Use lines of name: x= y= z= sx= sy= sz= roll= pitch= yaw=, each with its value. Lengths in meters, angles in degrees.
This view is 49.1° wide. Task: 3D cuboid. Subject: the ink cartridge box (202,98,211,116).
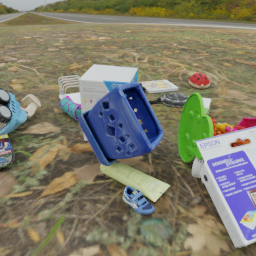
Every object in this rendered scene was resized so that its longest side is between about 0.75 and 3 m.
ink cartridge box: x=3.040 y=-0.786 z=12.231 sx=0.949 sy=0.542 sz=1.829 roll=9 pitch=28 yaw=17

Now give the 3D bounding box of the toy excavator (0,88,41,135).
toy excavator: x=-4.500 y=-0.621 z=11.107 sx=1.248 sy=2.499 sz=2.430 roll=-31 pitch=57 yaw=19

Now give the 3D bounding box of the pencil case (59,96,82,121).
pencil case: x=-2.366 y=-0.865 z=12.120 sx=0.680 sy=0.739 sz=1.599 roll=0 pitch=18 yaw=-39

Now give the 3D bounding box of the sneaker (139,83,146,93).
sneaker: x=0.716 y=-2.086 z=15.036 sx=0.637 sy=0.425 sz=1.111 roll=9 pitch=30 yaw=13

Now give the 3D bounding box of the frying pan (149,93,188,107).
frying pan: x=1.900 y=-1.463 z=13.879 sx=2.471 sy=0.402 sz=1.495 roll=8 pitch=27 yaw=9

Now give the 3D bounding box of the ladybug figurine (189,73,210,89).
ladybug figurine: x=4.120 y=-2.736 z=16.098 sx=1.165 sy=0.617 sz=1.716 roll=-1 pitch=26 yaw=-2

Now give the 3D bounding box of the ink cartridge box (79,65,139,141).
ink cartridge box: x=-0.635 y=-0.868 z=10.239 sx=1.757 sy=2.386 sz=1.726 roll=6 pitch=30 yaw=9

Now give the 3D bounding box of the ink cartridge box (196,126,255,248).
ink cartridge box: x=3.047 y=1.231 z=6.755 sx=2.455 sy=0.538 sz=2.478 roll=-11 pitch=65 yaw=-20

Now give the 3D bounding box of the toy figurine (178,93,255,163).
toy figurine: x=3.237 y=0.224 z=8.556 sx=2.705 sy=2.206 sz=2.939 roll=7 pitch=11 yaw=-5

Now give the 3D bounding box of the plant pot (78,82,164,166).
plant pot: x=-0.216 y=-0.078 z=8.001 sx=1.694 sy=1.884 sz=1.884 roll=-27 pitch=4 yaw=22

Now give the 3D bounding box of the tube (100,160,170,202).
tube: x=0.114 y=1.424 z=7.902 sx=2.020 sy=0.524 sz=0.586 roll=21 pitch=78 yaw=31

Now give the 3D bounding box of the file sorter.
file sorter: x=-2.663 y=-1.799 z=13.701 sx=1.202 sy=1.079 sz=1.732 roll=-11 pitch=29 yaw=-20

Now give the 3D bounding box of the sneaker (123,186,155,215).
sneaker: x=0.249 y=1.829 z=7.097 sx=0.999 sy=0.411 sz=0.369 roll=24 pitch=34 yaw=36

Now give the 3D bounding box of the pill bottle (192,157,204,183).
pill bottle: x=2.606 y=1.256 z=7.759 sx=1.545 sy=0.844 sz=0.844 roll=13 pitch=29 yaw=26

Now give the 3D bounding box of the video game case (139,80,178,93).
video game case: x=1.694 y=-2.363 z=15.817 sx=1.773 sy=0.203 sz=1.614 roll=-8 pitch=27 yaw=-16

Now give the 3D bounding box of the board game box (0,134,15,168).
board game box: x=-4.510 y=1.020 z=8.518 sx=1.937 sy=0.597 sz=1.935 roll=-13 pitch=30 yaw=-25
